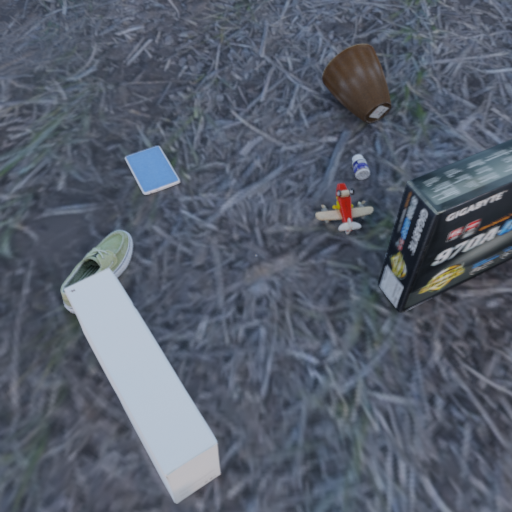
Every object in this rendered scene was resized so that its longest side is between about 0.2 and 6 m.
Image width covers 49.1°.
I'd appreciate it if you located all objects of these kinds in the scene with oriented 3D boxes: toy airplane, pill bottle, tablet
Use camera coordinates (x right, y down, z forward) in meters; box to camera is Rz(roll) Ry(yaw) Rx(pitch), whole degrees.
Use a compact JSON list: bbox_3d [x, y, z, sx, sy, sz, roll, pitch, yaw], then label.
[{"bbox_3d":[1.814,-0.894,11.524,0.938,0.662,0.934,37,81,-5],"label":"toy airplane"},{"bbox_3d":[2.315,-1.986,12.470,0.321,0.321,0.536,-6,53,-4],"label":"pill bottle"},{"bbox_3d":[-2.342,-1.933,12.577,0.863,0.091,1.326,-22,55,-16],"label":"tablet"}]

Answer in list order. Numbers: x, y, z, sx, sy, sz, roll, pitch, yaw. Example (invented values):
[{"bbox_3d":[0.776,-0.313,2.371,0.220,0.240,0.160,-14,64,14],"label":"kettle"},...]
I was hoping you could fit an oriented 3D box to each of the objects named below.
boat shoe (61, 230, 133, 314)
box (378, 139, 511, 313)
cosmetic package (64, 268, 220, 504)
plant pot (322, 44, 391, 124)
[{"bbox_3d":[-2.975,0.199,10.639,0.711,0.612,1.975,17,55,12],"label":"boat shoe"},{"bbox_3d":[3.999,-0.666,9.918,3.538,2.812,0.814,-22,56,-17],"label":"box"},{"bbox_3d":[-1.800,1.937,8.812,0.890,1.450,3.513,-28,59,-19],"label":"cosmetic package"},{"bbox_3d":[2.572,-4.003,13.465,1.430,1.430,1.530,-20,69,-15],"label":"plant pot"}]
